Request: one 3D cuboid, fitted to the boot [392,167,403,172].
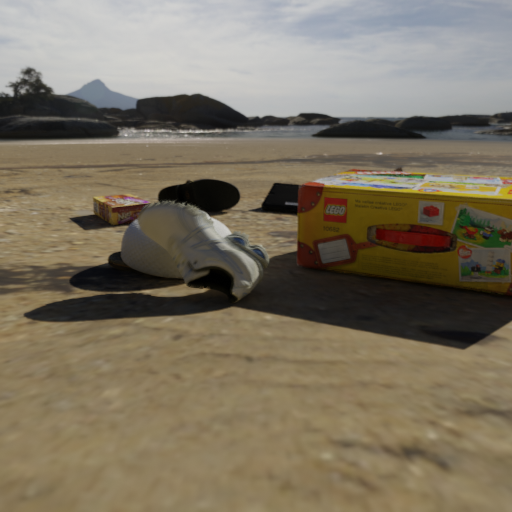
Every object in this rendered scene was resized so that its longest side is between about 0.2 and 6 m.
[{"bbox_3d":[3.421,-1.519,14.577,1.244,1.214,3.297,-20,9,15],"label":"boot"}]

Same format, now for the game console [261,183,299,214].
[{"bbox_3d":[1.294,-1.365,15.175,1.817,1.057,1.598,7,46,25],"label":"game console"}]

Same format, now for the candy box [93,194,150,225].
[{"bbox_3d":[-3.319,-1.161,13.814,0.996,0.482,1.708,-9,16,-28],"label":"candy box"}]

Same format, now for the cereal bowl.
[{"bbox_3d":[-1.312,-0.336,9.673,1.996,0.831,1.996,6,18,-2],"label":"cereal bowl"}]

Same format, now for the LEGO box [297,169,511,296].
[{"bbox_3d":[2.981,-0.576,9.688,3.776,1.457,2.812,8,17,27],"label":"LEGO box"}]

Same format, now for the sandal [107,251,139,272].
[{"bbox_3d":[-1.583,-0.075,9.562,1.960,0.529,0.787,-2,13,17],"label":"sandal"}]

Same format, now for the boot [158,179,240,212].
[{"bbox_3d":[-1.379,-1.855,15.678,2.485,0.860,2.164,2,16,16],"label":"boot"}]

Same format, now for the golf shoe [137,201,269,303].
[{"bbox_3d":[-0.921,-0.066,8.170,2.142,0.839,1.041,23,47,11],"label":"golf shoe"}]
